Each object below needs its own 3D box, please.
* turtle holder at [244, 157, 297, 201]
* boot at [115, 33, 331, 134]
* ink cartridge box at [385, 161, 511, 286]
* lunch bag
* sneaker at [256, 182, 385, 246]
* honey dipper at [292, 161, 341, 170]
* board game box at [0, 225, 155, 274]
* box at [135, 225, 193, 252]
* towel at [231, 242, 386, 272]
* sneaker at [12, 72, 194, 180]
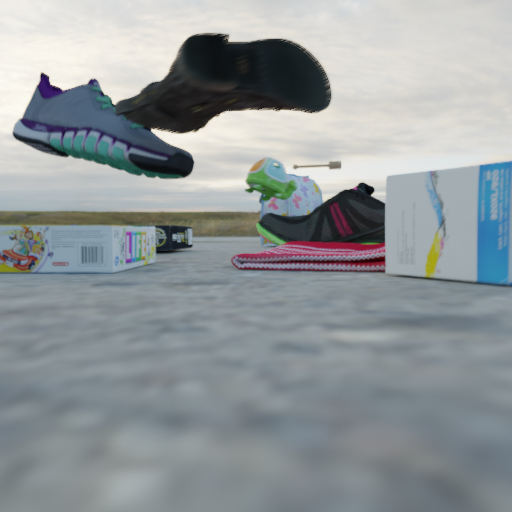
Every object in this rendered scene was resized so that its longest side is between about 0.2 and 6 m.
[{"bbox_3d":[0.371,-1.694,12.524,1.161,0.824,0.882,18,-8,1],"label":"turtle holder"},{"bbox_3d":[-0.541,-2.489,8.761,2.810,0.973,2.446,4,-9,-29],"label":"boot"},{"bbox_3d":[2.048,-0.291,5.232,1.033,1.015,1.404,-2,3,-32],"label":"ink cartridge box"},{"bbox_3d":[1.055,-1.358,16.798,1.381,2.172,1.842,4,5,39],"label":"lunch bag"},{"bbox_3d":[1.499,-0.581,9.329,2.998,1.256,1.151,0,2,11],"label":"sneaker"},{"bbox_3d":[1.016,-1.497,9.387,0.821,0.156,0.156,-5,3,-8],"label":"honey dipper"},{"bbox_3d":[-2.968,-0.117,6.895,3.053,0.523,2.052,0,2,2],"label":"board game box"},{"bbox_3d":[-2.584,-0.380,12.490,1.970,0.600,2.445,-3,2,5],"label":"box"},{"bbox_3d":[0.966,-0.020,7.517,2.001,0.311,2.767,0,2,14],"label":"towel"},{"bbox_3d":[-2.685,-2.434,10.096,3.525,1.543,1.312,14,-4,11],"label":"sneaker"}]
